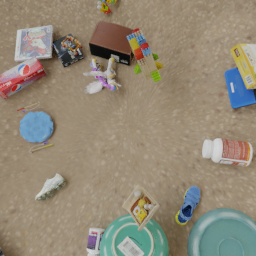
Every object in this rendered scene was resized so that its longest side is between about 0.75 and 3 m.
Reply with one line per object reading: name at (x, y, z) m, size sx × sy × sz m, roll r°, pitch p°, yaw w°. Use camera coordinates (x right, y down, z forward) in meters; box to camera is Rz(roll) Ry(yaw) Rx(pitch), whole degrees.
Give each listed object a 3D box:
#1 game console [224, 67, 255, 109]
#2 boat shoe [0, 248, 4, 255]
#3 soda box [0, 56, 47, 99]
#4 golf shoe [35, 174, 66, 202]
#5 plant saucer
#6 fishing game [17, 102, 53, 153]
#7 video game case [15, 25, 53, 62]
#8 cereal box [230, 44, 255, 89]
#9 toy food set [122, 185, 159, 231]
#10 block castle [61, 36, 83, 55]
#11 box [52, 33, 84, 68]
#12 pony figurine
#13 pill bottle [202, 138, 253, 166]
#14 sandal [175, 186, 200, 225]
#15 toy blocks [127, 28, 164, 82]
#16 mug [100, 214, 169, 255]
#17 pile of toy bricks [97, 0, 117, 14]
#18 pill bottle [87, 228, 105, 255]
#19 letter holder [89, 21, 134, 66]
game console at (4.941, -1.596, 11.416) m, size 1.523 × 1.056 × 1.785 m, roll -15°, pitch 64°, yaw 28°
boat shoe at (-4.668, 4.403, 9.477) m, size 0.892 × 0.944 × 2.632 m, roll -27°, pitch 79°, yaw -7°
soda box at (-4.424, -2.051, 11.379) m, size 2.046 × 0.649 × 0.716 m, roll -33°, pitch 77°, yaw -9°
golf shoe at (-2.941, 2.204, 10.389) m, size 1.236 × 0.484 × 0.601 m, roll -35°, pitch 60°, yaw -14°
plant saucer at (3.546, 4.294, 9.788) m, size 2.887 × 0.396 × 2.887 m, roll 0°, pitch 75°, yaw 1°
fishing game at (-3.589, -0.054, 11.043) m, size 1.324 × 0.287 × 1.849 m, roll -22°, pitch 83°, yaw -6°
video game case at (-3.992, -3.588, 11.896) m, size 1.625 × 0.187 × 1.480 m, roll -4°, pitch 75°, yaw 9°
cereal box at (5.272, -2.451, 11.049) m, size 2.436 × 0.481 × 1.753 m, roll -8°, pitch 73°, yaw -32°
toy food set at (0.318, 2.209, 7.862) m, size 0.353 × 1.167 × 0.838 m, roll 35°, pitch 92°, yaw -28°
block castle at (-2.321, -3.430, 11.634) m, size 0.775 × 0.363 × 0.518 m, roll 33°, pitch 81°, yaw 11°
box at (-2.570, -3.300, 11.920) m, size 0.976 × 0.265 × 1.219 m, roll -27°, pitch 76°, yaw -7°
pony figurine at (-1.078, -2.103, 11.249) m, size 1.464 × 1.263 × 1.516 m, roll -5°, pitch 60°, yaw -11°
pill bottle at (3.666, 0.874, 10.439) m, size 1.632 × 0.915 × 0.915 m, roll 8°, pitch 75°, yaw 2°
sandal at (2.219, 2.781, 10.071) m, size 0.590 × 0.647 × 1.485 m, roll 23°, pitch 74°, yaw 8°
toy blocks at (0.443, -2.628, 9.479) m, size 0.995 × 1.361 × 1.992 m, roll -23°, pitch 50°, yaw 6°
mug at (0.427, 3.860, 8.912) m, size 2.636 × 1.630 × 2.166 m, roll -4°, pitch 55°, yaw 3°
pile of toy bricks at (-0.796, -5.897, 12.452) m, size 0.829 × 0.931 × 1.678 m, roll 19°, pitch 58°, yaw -35°
pill bottle at (-1.137, 4.031, 9.765) m, size 0.552 × 0.552 × 0.991 m, roll 7°, pitch 75°, yaw 2°
letter holder at (-0.559, -3.562, 11.682) m, size 1.772 × 0.891 × 1.259 m, roll 17°, pitch 74°, yaw 4°
